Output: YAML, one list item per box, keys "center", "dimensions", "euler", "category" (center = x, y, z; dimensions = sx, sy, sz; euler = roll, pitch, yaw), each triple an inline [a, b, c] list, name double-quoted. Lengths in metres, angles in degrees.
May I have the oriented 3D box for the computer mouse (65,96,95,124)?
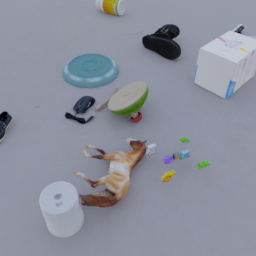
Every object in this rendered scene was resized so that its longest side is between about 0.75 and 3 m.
- center: [-1.515, -0.727, 10.005]
  dimensions: [0.978, 0.321, 1.393]
  euler: [24, 50, 23]
  category: "computer mouse"

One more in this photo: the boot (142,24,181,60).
- center: [1.952, -4.088, 13.023]
  dimensions: [1.675, 0.843, 2.240]
  euler: [-33, 53, -29]
  category: "boot"

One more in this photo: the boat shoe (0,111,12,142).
- center: [-4.238, -0.017, 9.215]
  dimensions: [0.516, 0.431, 1.383]
  euler: [6, 46, 3]
  category: "boat shoe"

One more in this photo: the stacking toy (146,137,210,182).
- center: [1.413, 0.864, 8.096]
  dimensions: [1.538, 0.361, 1.159]
  euler: [-12, 46, -21]
  category: "stacking toy"

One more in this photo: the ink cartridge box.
- center: [4.009, -2.596, 11.004]
  dimensions: [1.537, 1.578, 2.455]
  euler: [34, 53, 31]
  category: "ink cartridge box"

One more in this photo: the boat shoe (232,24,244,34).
- center: [5.442, -4.746, 14.015]
  dimensions: [1.366, 0.469, 0.387]
  euler: [-38, 61, -24]
  category: "boat shoe"

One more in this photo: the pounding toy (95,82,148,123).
- center: [0.024, -0.799, 9.865]
  dimensions: [1.975, 0.917, 1.525]
  euler: [6, 49, 49]
  category: "pounding toy"

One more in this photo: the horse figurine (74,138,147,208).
- center: [-0.514, 1.224, 7.709]
  dimensions: [1.827, 0.688, 2.756]
  euler: [12, 38, 1]
  category: "horse figurine"

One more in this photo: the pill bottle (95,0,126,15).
- center: [-1.001, -7.032, 15.966]
  dimensions: [1.619, 0.899, 0.899]
  euler: [20, 48, 20]
  category: "pill bottle"

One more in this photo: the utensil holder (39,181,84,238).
- center: [-1.586, 1.948, 6.747]
  dimensions: [0.936, 1.102, 0.936]
  euler: [0, 44, 0]
  category: "utensil holder"

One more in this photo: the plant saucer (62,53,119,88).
- center: [-1.578, -2.529, 11.832]
  dimensions: [2.417, 0.331, 2.417]
  euler: [0, 45, 0]
  category: "plant saucer"
